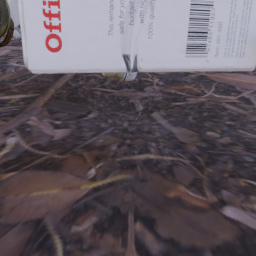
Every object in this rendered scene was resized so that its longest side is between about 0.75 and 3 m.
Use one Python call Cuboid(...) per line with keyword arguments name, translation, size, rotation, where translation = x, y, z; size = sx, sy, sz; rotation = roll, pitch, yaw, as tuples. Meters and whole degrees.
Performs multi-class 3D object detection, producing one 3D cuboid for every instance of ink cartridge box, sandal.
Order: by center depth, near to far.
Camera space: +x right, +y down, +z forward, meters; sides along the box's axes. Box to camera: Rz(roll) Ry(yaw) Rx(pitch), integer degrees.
Cuboid(name="ink cartridge box", translation=(0.170, -1.793, 3.489), size=(2.876, 2.101, 1.213), rotation=(-3, 18, -14))
Cuboid(name="sandal", translation=(-2.469, -1.850, 4.938), size=(0.751, 1.045, 2.633), rotation=(-14, 11, -33))
Cuboid(name="ink cartridge box", translation=(-2.664, -3.012, 7.491), size=(0.877, 2.631, 1.524), rotation=(-30, 47, 13))

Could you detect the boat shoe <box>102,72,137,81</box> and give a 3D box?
Cuboid(name="boat shoe", translation=(-0.552, -2.128, 7.906), size=(0.862, 1.001, 2.781), rotation=(3, 27, -23))
